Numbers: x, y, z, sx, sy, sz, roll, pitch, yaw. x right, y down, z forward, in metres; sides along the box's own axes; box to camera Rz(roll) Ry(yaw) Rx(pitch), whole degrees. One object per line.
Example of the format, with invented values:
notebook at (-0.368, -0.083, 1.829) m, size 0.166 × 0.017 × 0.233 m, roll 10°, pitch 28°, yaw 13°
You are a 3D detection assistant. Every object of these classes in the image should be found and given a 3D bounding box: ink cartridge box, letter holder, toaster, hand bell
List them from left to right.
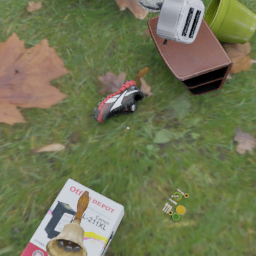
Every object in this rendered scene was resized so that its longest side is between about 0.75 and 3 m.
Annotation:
ink cartridge box at (-1.329, 2.694, 7.042) m, size 1.672 × 0.950 × 2.295 m, roll 24°, pitch 65°, yaw 12°
hand bell at (-1.020, 1.856, 5.671) m, size 0.779 × 0.779 × 1.496 m, roll 7°, pitch 32°, yaw 4°
toaster at (1.146, -2.395, 6.267) m, size 0.699 × 1.230 × 0.794 m, roll 2°, pitch 24°, yaw -35°
letter holder at (1.872, -2.504, 9.507) m, size 1.942 × 1.374 × 2.732 m, roll -18°, pitch 64°, yaw -7°

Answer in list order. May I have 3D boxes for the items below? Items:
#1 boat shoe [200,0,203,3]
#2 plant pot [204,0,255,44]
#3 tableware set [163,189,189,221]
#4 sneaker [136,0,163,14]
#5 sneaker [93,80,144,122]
boat shoe at (2.429, -5.075, 11.358) m, size 1.259 × 0.389 × 0.459 m, roll -10°, pitch 63°, yaw -5°
plant pot at (3.634, -3.749, 9.986) m, size 1.591 × 1.652 × 1.652 m, roll 19°, pitch 64°, yaw -6°
tableware set at (1.391, 2.132, 7.803) m, size 0.548 × 0.125 × 0.813 m, roll 36°, pitch 68°, yaw 17°
sneaker at (0.105, -3.963, 7.256) m, size 2.883 × 1.228 × 1.111 m, roll 43°, pitch 115°, yaw 26°
sneaker at (-0.238, -0.745, 8.971) m, size 1.880 × 0.664 × 0.918 m, roll -41°, pitch 68°, yaw -20°
